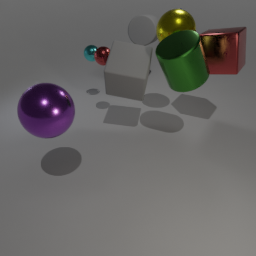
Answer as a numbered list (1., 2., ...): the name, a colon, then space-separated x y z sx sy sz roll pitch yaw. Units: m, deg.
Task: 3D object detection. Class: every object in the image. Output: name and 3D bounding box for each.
1. ball: -0.912 -2.680 10.428 0.700 0.700 0.700 0 33 0
2. ball: 1.704 -3.480 9.960 1.400 1.400 1.400 0 33 0
3. cylinder: 0.846 -4.822 13.772 1.400 1.400 1.400 10 24 15
4. ball: -1.565 -3.225 12.092 0.700 0.700 0.700 0 33 0
5. cylinder: 1.745 -2.101 8.886 1.400 1.400 1.400 -17 44 17
6. cube: 3.401 -2.794 10.135 1.400 1.400 1.400 7 28 31
7. ball: -2.040 -0.434 7.053 1.400 1.400 1.400 0 33 0
8. cube: 0.015 -1.999 9.921 1.400 1.400 1.400 11 64 4
